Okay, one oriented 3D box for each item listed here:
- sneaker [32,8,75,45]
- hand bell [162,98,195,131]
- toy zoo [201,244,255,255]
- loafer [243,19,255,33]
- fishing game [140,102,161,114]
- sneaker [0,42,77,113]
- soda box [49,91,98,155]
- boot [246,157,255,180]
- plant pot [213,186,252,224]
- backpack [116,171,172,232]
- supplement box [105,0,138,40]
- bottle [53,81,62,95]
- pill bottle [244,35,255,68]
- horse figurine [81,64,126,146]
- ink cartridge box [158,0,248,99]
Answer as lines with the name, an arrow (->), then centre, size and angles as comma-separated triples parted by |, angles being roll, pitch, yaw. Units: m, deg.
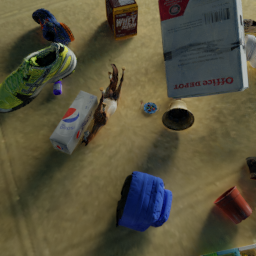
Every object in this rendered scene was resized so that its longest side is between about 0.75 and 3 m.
sneaker -> -3.436, -4.352, 12.159 | 2.423, 0.913, 0.950 | 39, 72, 22
hand bell -> 1.851, -1.045, 10.369 | 1.121, 1.121, 2.153 | 6, 47, 3
toy zoo -> 3.160, 4.022, 7.688 | 2.090, 0.214, 1.371 | -9, 60, -5
loafer -> 5.588, -4.564, 12.417 | 1.887, 0.593, 0.678 | 19, 62, 10
fishing game -> 0.838, -0.771, 10.516 | 0.760, 0.118, 0.544 | 14, 58, 8
sneaker -> -2.783, -1.489, 7.790 | 2.760, 1.054, 1.041 | -38, 73, -4
soda box -> -1.830, -0.221, 9.830 | 0.696, 0.749, 2.193 | 21, 63, 12
boot -> 4.405, 1.323, 9.160 | 0.985, 0.360, 0.741 | 3, 59, 6
plant pot -> 3.166, 2.330, 8.363 | 0.865, 0.865, 0.841 | -33, 74, -18
backpack -> 0.476, 2.041, 7.905 | 1.514, 1.804, 1.466 | 9, 60, 4
supplement box -> -0.297, -4.995, 12.123 | 1.028, 1.527, 1.548 | -15, 61, -9
bottle -> -2.747, -1.640, 10.936 | 0.314, 0.246, 0.752 | -7, 60, -1
pill bottle -> 5.723, -2.903, 11.009 | 2.406, 1.353, 1.353 | 15, 61, 8
horse figurine -> -0.735, -0.952, 9.828 | 0.742, 1.969, 2.971 | 18, 50, 2
ink cartridge box -> 2.110, -2.319, 7.814 | 2.054, 1.179, 2.829 | -4, 96, 29
